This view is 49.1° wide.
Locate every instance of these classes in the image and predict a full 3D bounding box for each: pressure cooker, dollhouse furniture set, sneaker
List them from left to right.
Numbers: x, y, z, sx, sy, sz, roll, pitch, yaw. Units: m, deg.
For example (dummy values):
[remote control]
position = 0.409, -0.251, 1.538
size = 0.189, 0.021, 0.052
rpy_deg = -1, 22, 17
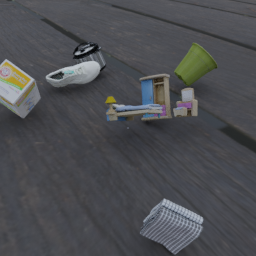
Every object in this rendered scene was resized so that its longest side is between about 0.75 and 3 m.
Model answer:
[sneaker]
position = -1.978, -1.938, 10.071
size = 1.963, 0.739, 0.869
rpy_deg = -17, -4, 5
[pressure cooker]
position = -1.533, -2.802, 11.120
size = 1.059, 1.205, 1.076
rpy_deg = -37, 33, -17
[dollhouse furniture set]
position = 0.612, -0.894, 7.578
size = 1.875, 1.296, 1.986
rpy_deg = -4, -1, 34

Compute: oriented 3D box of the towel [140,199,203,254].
[towel]
position = 0.730, 1.744, 4.896
size = 0.810, 0.979, 0.419
rpy_deg = 24, 42, -4

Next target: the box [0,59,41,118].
[box]
position = -3.267, -1.064, 8.117
size = 0.980, 1.743, 0.883
rpy_deg = 36, 74, -4

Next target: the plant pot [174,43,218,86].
[plant pot]
position = 2.317, -2.170, 10.021
size = 1.181, 1.244, 1.244
rpy_deg = -44, 39, 8
